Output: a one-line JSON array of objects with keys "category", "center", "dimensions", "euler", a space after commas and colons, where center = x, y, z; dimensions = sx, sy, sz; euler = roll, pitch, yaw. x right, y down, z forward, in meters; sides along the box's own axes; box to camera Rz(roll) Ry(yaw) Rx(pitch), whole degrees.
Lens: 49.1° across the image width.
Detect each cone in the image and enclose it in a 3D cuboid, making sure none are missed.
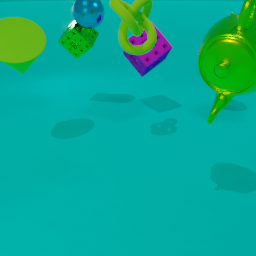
[{"category": "cone", "center": [-2.549, -1.648, 6.579], "dimensions": [1.275, 1.280, 1.275], "euler": [5, 64, -10]}]

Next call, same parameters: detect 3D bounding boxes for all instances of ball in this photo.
[{"category": "ball", "center": [-1.112, -3.266, 7.902], "dimensions": [0.905, 0.905, 0.905], "euler": [0, 27, 0]}]

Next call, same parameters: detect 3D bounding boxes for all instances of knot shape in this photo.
[{"category": "knot shape", "center": [0.186, -2.248, 5.799], "dimensions": [0.573, 1.239, 1.160], "euler": [-1, 44, 42]}]

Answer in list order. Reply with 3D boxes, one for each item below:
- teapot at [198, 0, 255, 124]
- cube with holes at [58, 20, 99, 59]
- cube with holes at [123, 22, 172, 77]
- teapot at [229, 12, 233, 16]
[{"category": "teapot", "center": [1.415, -0.861, 3.784], "dimensions": [1.107, 1.780, 0.872], "euler": [28, 45, 27]}, {"category": "cube with holes", "center": [-1.511, -2.777, 8.584], "dimensions": [0.771, 0.771, 0.771], "euler": [-24, 38, 37]}, {"category": "cube with holes", "center": [0.550, -2.308, 8.345], "dimensions": [0.966, 0.966, 0.966], "euler": [-39, -2, -8]}, {"category": "teapot", "center": [2.921, -2.449, 7.967], "dimensions": [1.121, 0.883, 1.803], "euler": [5, -18, 22]}]
